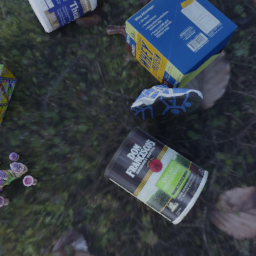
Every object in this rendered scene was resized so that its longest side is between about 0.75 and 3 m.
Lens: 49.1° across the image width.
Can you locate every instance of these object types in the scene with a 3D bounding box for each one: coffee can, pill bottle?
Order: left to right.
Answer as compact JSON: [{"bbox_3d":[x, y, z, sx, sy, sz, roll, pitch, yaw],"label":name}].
[{"bbox_3d":[-1.880,-4.267,9.114,2.454,1.362,1.362,-30,77,-7],"label":"pill bottle"},{"bbox_3d":[0.734,1.228,7.524,2.243,1.641,1.641,33,78,8],"label":"coffee can"}]

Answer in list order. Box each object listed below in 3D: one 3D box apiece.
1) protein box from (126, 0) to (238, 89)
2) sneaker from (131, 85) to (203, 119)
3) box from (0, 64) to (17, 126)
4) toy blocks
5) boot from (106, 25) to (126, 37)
[{"bbox_3d":[1.514,-2.752,8.610,2.275,1.546,2.291,-42,79,-10],"label":"protein box"},{"bbox_3d":[1.052,-0.875,7.970,2.322,0.879,0.894,-3,56,44],"label":"sneaker"},{"bbox_3d":[-4.605,-1.128,8.443,1.723,1.051,1.660,13,76,3],"label":"box"},{"bbox_3d":[-3.484,1.326,7.756,1.269,1.143,1.358,-36,78,-8],"label":"toy blocks"},{"bbox_3d":[-0.341,-3.157,9.388,0.806,0.259,0.751,0,62,-3],"label":"boot"}]
